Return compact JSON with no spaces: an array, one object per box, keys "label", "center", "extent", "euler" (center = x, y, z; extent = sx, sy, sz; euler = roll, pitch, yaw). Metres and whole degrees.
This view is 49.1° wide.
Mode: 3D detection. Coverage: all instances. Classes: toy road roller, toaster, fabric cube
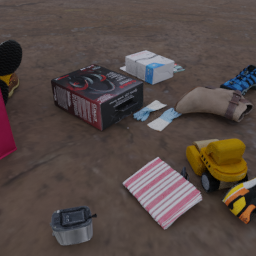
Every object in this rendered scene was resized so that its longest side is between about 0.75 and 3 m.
[{"label":"toy road roller","center":[2.402,0.711,7.426],"extent":[1.121,1.332,1.824],"euler":[-7,35,-10]},{"label":"toaster","center":[-1.136,2.096,6.021],"extent":[0.999,0.645,0.568],"euler":[-8,36,-11]},{"label":"fabric cube","center":[-4.990,-0.184,7.801],"extent":[2.371,2.409,2.417],"euler":[21,40,29]}]

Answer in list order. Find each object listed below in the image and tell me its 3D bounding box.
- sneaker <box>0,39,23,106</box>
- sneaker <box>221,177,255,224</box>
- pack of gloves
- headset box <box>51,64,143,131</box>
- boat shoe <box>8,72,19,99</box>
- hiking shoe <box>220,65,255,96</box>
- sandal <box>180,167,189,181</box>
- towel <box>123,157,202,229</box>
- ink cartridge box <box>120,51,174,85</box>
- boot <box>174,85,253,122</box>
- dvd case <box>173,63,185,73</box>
[{"label":"sneaker","center":[-4.757,-1.973,10.368],"extent":[0.935,2.673,1.203],"euler":[19,-9,-37]},{"label":"sneaker","center":[3.272,1.651,6.766],"extent":[2.007,0.702,0.903],"euler":[-16,53,-22]},{"label":"pack of gloves","center":[1.087,-0.586,10.223],"extent":[1.366,0.321,1.627],"euler":[25,42,33]},{"label":"headset box","center":[-1.015,-1.218,10.407],"extent":[3.000,1.125,2.229],"euler":[27,43,34]},{"label":"boat shoe","center":[-5.137,-1.974,11.873],"extent":[0.768,0.720,2.132],"euler":[-4,35,-6]},{"label":"hiking shoe","center":[4.817,-2.080,11.648],"extent":[2.646,1.147,0.984],"euler":[-21,40,-27]},{"label":"sandal","center":[1.484,1.421,7.331],"extent":[0.194,0.344,0.905],"euler":[13,45,-2]},{"label":"towel","center":[0.815,1.557,7.024],"extent":[1.265,0.259,1.729],"euler":[-32,44,-18]},{"label":"ink cartridge box","center":[0.827,-2.978,13.266],"extent":[1.390,0.800,2.400],"euler":[-26,42,-32]},{"label":"boot","center":[3.186,-0.786,10.062],"extent":[2.575,0.905,1.883],"euler":[-29,49,-30]},{"label":"dvd case","center":[2.295,-3.007,13.934],"extent":[0.648,0.098,0.888],"euler":[-18,37,-24]}]
